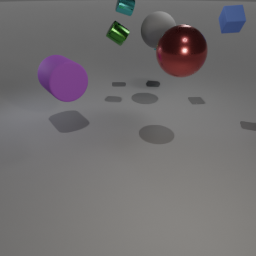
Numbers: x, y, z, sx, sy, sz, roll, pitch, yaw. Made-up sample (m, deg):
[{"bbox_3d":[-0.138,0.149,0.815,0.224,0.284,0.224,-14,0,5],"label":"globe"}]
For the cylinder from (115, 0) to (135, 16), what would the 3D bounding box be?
[{"bbox_3d":[-0.121,-5.345,12.246,0.700,0.700,0.700,12,25,-16],"label":"cylinder"}]

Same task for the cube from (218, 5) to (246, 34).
[{"bbox_3d":[3.833,-4.007,10.337,0.700,0.700,0.700,-4,-17,0],"label":"cube"}]

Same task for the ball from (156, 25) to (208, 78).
[{"bbox_3d":[1.471,-2.100,7.719,1.400,1.400,1.400,0,28,0],"label":"ball"}]

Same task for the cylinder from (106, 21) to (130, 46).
[{"bbox_3d":[-0.406,-3.729,11.038,0.700,0.700,0.700,30,21,-20],"label":"cylinder"}]

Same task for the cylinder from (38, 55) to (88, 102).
[{"bbox_3d":[-2.337,-1.789,9.985,1.400,1.400,1.400,-16,30,-28],"label":"cylinder"}]

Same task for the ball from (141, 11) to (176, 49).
[{"bbox_3d":[1.205,-3.849,11.061,1.400,1.400,1.400,0,28,0],"label":"ball"}]
